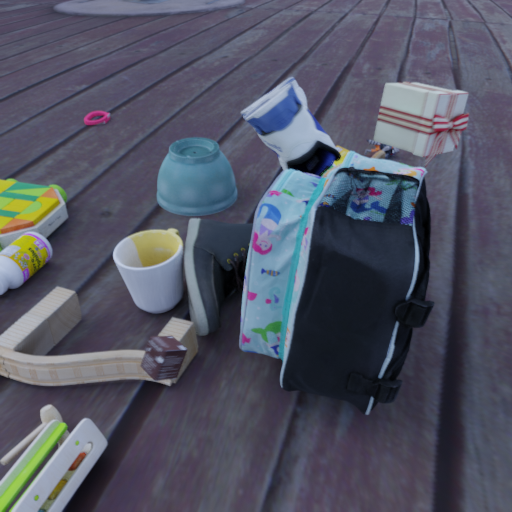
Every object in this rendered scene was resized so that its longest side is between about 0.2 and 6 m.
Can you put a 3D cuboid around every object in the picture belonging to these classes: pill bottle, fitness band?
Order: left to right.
[{"bbox_3d":[-4.558,0.157,10.650,0.702,0.702,1.348,11,37,16],"label":"pill bottle"},{"bbox_3d":[-4.976,-4.311,17.548,0.689,0.180,0.959,3,34,9],"label":"fitness band"}]

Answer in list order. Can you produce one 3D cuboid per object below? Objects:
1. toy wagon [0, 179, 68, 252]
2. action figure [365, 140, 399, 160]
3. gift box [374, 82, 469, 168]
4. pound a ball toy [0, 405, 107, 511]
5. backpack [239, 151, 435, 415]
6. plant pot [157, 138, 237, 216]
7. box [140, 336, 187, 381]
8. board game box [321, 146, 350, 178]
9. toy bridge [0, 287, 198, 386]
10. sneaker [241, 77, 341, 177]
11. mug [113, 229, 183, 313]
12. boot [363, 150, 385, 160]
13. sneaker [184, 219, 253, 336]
[{"bbox_3d":[-5.897,-0.926,12.237,3.313,0.656,2.571,9,36,13],"label":"toy wagon"},{"bbox_3d":[3.429,-2.899,15.256,0.907,0.490,0.937,7,35,25],"label":"action figure"},{"bbox_3d":[3.244,-2.552,10.824,1.327,1.438,1.343,-22,36,-39],"label":"gift box"},{"bbox_3d":[-2.670,2.740,7.096,1.122,0.731,1.720,-12,27,30],"label":"pound a ball toy"},{"bbox_3d":[1.350,0.096,8.586,2.740,3.231,3.640,18,34,16],"label":"backpack"},{"bbox_3d":[-1.428,-1.990,13.212,1.941,1.300,1.941,0,34,0],"label":"plant pot"},{"bbox_3d":[-1.189,1.310,7.197,0.366,0.446,0.370,6,19,-47],"label":"box"},{"bbox_3d":[1.839,-1.773,12.568,1.353,0.357,1.768,-34,36,-10],"label":"board game box"},{"bbox_3d":[-3.562,1.219,9.133,5.014,0.682,1.685,13,37,18],"label":"toy bridge"},{"bbox_3d":[0.648,-2.246,10.519,1.231,1.759,3.047,-31,16,13],"label":"sneaker"},{"bbox_3d":[-1.684,0.292,9.944,1.468,1.205,1.175,-29,41,-29],"label":"mug"},{"bbox_3d":[2.056,-2.261,14.023,1.839,0.800,2.210,23,44,27],"label":"boot"},{"bbox_3d":[-0.408,0.175,10.176,1.683,1.185,3.168,-3,34,-3],"label":"sneaker"}]
